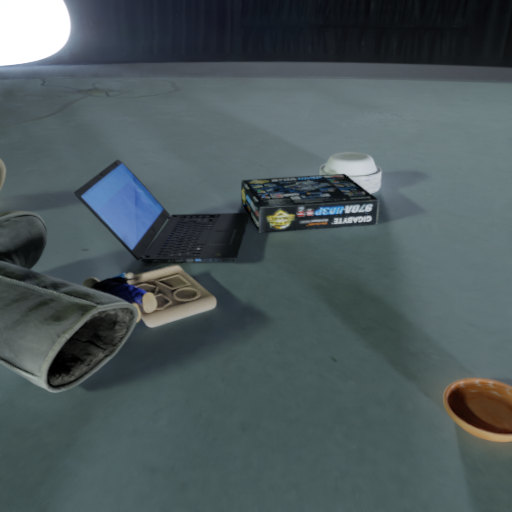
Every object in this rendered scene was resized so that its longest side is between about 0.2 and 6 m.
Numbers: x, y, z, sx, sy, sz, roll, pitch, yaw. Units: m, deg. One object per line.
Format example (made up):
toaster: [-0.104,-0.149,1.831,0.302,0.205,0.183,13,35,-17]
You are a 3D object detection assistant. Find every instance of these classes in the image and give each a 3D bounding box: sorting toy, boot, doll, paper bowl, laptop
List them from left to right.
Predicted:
boot: [-2.964,0.411,7.649,3.144,1.141,2.859,5,37,27]
doll: [-2.078,0.565,8.011,1.402,0.340,0.957,18,43,42]
sorting toy: [-1.364,0.603,8.373,1.141,0.225,1.233,-15,34,-31]
laptop: [-1.557,-0.916,10.351,2.624,1.355,2.325,-1,24,7]
paper bowl: [2.293,-2.054,13.672,1.503,0.782,1.503,-1,25,0]

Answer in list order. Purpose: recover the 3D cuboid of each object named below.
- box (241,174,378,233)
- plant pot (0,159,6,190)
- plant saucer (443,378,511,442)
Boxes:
box: [1.060,-1.164,11.883,2.492,0.573,1.981,-5,24,-11]
plant pot: [-6.134,-1.466,11.777,1.555,1.555,1.044,-5,61,-12]
plant saucer: [2.498,1.661,5.997,0.962,0.180,0.962,1,24,0]
